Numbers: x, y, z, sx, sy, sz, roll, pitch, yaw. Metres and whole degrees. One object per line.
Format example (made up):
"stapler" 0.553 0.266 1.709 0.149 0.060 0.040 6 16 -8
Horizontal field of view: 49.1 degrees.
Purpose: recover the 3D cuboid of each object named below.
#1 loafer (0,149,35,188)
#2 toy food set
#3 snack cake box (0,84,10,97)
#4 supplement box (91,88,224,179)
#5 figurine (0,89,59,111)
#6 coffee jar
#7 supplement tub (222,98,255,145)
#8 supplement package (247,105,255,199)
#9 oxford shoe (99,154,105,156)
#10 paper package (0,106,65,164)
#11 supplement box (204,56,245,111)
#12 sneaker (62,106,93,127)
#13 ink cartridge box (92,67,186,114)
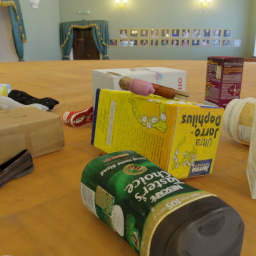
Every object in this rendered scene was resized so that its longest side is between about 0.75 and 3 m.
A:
"loafer" -2.734 0.910 5.938 0.599 0.525 1.667 10 20 29
"toy food set" 0.528 -0.838 6.243 2.016 0.317 1.281 12 9 -16
"snack cake box" -6.819 -1.373 12.666 1.607 0.939 2.794 4 17 10
"supplement box" 0.538 0.002 6.773 1.557 1.566 2.860 -2 14 -39
"figurine" -4.128 -0.923 11.501 2.081 0.918 2.133 5 18 3
"coffee jar" 0.347 1.188 4.129 1.286 1.052 2.467 -11 21 -32
"supplement tub" 3.779 -0.106 7.824 1.364 1.364 1.886 -14 22 -37
"supplement package" 3.100 0.476 5.477 1.227 1.616 1.218 5 18 16
"oxford shoe" -0.431 0.795 6.723 0.342 0.294 0.809 -5 18 -20
"paper package" -3.078 0.145 7.603 1.971 1.020 1.879 -17 24 -42
"supplement box" 3.998 -1.825 11.804 0.987 2.305 1.272 -4 18 -13
"sneaker" -1.771 -0.557 10.557 0.966 0.655 1.672 13 20 33
"ink cartridge box" 0.354 -1.031 9.754 2.725 1.980 1.971 -8 19 -25
